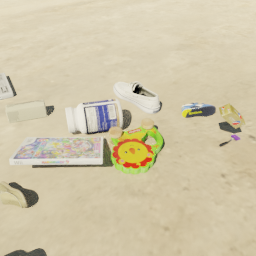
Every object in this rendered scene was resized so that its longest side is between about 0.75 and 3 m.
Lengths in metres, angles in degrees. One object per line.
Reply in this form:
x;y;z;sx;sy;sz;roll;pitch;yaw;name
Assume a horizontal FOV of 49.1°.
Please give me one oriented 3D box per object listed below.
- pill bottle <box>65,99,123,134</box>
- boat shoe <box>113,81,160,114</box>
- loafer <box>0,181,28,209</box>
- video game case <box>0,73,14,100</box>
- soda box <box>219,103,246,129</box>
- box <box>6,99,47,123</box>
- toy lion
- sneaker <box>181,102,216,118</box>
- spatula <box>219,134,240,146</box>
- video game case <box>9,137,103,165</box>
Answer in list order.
-1.265;-0.414;10.460;2.010;1.163;1.163;-8;38;-10;pill bottle
0.377;-1.599;12.261;1.006;0.894;2.735;-31;47;-34;boat shoe
-3.325;1.962;7.886;1.353;0.512;0.462;16;40;35;loafer
-6.663;-1.815;13.093;2.130;0.268;2.340;-18;41;-22;video game case
3.492;-0.391;9.359;0.389;1.150;0.368;-26;54;33;soda box
-4.082;-0.683;11.293;1.497;0.615;0.512;-10;38;-16;box
0.318;0.673;9.548;2.023;0.695;1.939;-16;47;-21;toy lion
2.880;-0.798;11.516;1.446;0.535;0.595;-2;35;-4;sneaker
3.682;0.469;10.162;1.063;0.109;0.300;-23;50;-26;spatula
-2.162;0.700;9.116;2.703;0.244;1.936;0;18;-5;video game case
